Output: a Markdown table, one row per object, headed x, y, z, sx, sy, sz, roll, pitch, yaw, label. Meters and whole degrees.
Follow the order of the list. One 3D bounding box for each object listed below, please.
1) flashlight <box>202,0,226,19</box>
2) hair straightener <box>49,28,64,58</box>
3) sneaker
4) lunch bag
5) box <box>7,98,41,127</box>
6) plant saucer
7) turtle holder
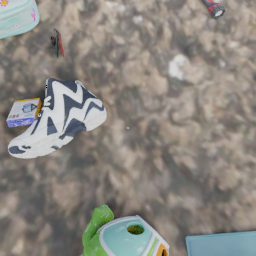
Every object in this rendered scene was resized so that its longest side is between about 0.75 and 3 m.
| x | y | z | sx | sy | sz | roll | pitch | yaw | label |
| --- | --- | --- | --- | --- | --- | --- | --- | --- | --- |
| 2.712 | -4.208 | 9.220 | 0.444 | 0.446 | 1.312 | -18 | 70 | -9 | flashlight |
| -2.270 | -2.641 | 8.702 | 0.436 | 0.232 | 1.133 | -13 | 69 | -5 | hair straightener |
| -2.060 | -0.427 | 7.387 | 2.617 | 1.045 | 1.703 | -30 | 70 | -11 | sneaker |
| -4.404 | -3.743 | 8.653 | 2.964 | 1.142 | 2.377 | -24 | 72 | -9 | lunch bag |
| -2.762 | -0.396 | 7.489 | 0.707 | 0.246 | 1.187 | -7 | 37 | -3 | box |
| 2.482 | 2.850 | 6.527 | 2.229 | 0.211 | 0.779 | -4 | 68 | -1 | plant saucer |
| -0.074 | 2.676 | 5.972 | 1.532 | 2.158 | 1.639 | -46 | 105 | -13 | turtle holder |
